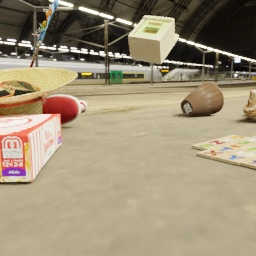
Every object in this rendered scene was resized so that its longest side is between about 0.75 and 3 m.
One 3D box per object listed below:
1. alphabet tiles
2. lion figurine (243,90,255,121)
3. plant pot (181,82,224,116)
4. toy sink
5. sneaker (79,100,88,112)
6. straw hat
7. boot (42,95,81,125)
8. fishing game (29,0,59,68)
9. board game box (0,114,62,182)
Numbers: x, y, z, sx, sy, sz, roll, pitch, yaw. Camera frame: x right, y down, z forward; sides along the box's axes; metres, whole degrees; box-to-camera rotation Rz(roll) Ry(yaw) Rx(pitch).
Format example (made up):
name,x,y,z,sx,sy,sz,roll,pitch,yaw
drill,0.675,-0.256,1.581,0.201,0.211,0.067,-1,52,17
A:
name,x,y,z,sx,sy,sz,roll,pitch,yaw
alphabet tiles,2.307,0.365,4.835,2.229,0.071,1.855,-8,12,-40
lion figurine,4.419,-0.743,8.911,1.719,1.017,2.806,-32,-13,12
plant pot,2.407,-0.848,9.487,1.205,1.127,1.127,-22,20,-30
toy sink,0.947,-3.228,9.783,1.175,1.010,1.803,17,53,24
sneaker,-2.394,-0.839,10.333,1.624,0.636,0.938,0,8,8
straw hat,-2.387,-0.375,5.714,2.933,1.241,2.933,-3,21,1
boot,-2.363,-0.293,6.713,2.245,0.813,1.619,-6,9,11
fishing game,-2.594,-3.174,8.579,0.401,2.583,1.849,21,-30,-22
board game box,-2.455,0.214,4.096,2.607,0.604,1.975,-1,10,-4
